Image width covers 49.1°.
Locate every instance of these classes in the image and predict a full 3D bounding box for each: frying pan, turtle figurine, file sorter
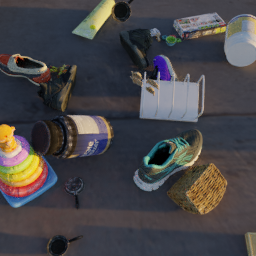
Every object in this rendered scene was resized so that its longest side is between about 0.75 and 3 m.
[{"bbox_3d":[-0.168,-4.406,10.047,0.738,1.221,0.199,12,36,-20],"label":"frying pan"},{"bbox_3d":[-2.858,-2.342,11.500,0.833,0.332,1.032,6,53,5],"label":"turtle figurine"},{"bbox_3d":[-1.659,1.900,8.393,0.629,0.169,1.040,6,50,5],"label":"frying pan"},{"bbox_3d":[-1.728,3.037,7.515,0.930,0.151,0.563,-35,61,-26],"label":"frying pan"},{"bbox_3d":[1.475,-1.096,9.639,2.068,1.288,1.435,4,80,4],"label":"file sorter"}]

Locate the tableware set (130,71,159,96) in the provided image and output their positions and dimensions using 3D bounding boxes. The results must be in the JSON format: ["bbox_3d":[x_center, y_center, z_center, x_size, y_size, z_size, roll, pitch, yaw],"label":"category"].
[{"bbox_3d":[0.451,-1.254,7.821,0.963,0.804,0.112,32,77,13],"label":"tableware set"}]

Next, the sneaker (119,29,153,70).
[{"bbox_3d":[0.621,-3.515,12.017,1.394,0.930,2.433,-19,49,-6],"label":"sneaker"}]

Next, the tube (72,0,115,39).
[{"bbox_3d":[-1.524,-5.291,13.575,0.807,0.722,2.783,-5,46,47],"label":"tube"}]

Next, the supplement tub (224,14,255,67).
[{"bbox_3d":[4.847,-3.699,11.857,1.424,1.424,1.958,12,54,9],"label":"supplement tub"}]

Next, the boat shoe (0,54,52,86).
[{"bbox_3d":[-4.273,-2.529,11.322,2.701,0.845,0.961,24,60,19],"label":"boat shoe"}]

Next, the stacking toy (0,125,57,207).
[{"bbox_3d":[-3.087,0.800,7.610,1.558,2.685,1.474,-33,59,-23],"label":"stacking toy"}]

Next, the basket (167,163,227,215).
[{"bbox_3d":[2.075,1.835,8.249,1.398,1.041,0.998,-41,95,-27],"label":"basket"}]

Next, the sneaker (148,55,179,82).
[{"bbox_3d":[1.211,-2.030,10.989,1.095,0.765,2.201,-14,54,-9],"label":"sneaker"}]

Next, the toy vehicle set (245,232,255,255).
[{"bbox_3d":[3.635,3.515,7.102,1.000,0.213,1.609,4,53,3],"label":"toy vehicle set"}]

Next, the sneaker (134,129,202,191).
[{"bbox_3d":[1.371,0.770,8.543,2.763,1.260,1.072,-37,61,-25],"label":"sneaker"}]

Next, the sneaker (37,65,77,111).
[{"bbox_3d":[-2.686,-1.673,10.675,1.243,0.830,2.171,14,59,2],"label":"sneaker"}]

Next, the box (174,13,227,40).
[{"bbox_3d":[3.450,-4.886,13.406,2.210,0.384,1.216,-13,54,-10],"label":"box"}]

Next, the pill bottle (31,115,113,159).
[{"bbox_3d":[-1.621,0.250,8.323,2.261,1.264,1.264,-2,42,-49],"label":"pill bottle"}]

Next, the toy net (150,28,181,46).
[{"bbox_3d":[1.654,-4.326,13.026,1.649,0.318,0.865,37,61,25],"label":"toy net"}]
